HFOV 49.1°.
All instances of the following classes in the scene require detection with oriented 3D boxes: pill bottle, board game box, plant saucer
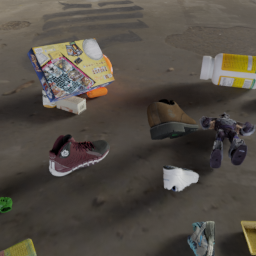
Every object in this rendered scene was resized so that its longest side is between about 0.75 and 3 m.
[{"bbox_3d":[4.650,-2.625,12.757,2.540,1.432,1.432,8,37,13],"label":"pill bottle"},{"bbox_3d":[-1.866,-2.074,9.712,2.628,1.780,0.455,-25,0,-41],"label":"board game box"},{"bbox_3d":[3.164,2.624,6.576,0.872,0.211,0.872,2,36,2],"label":"plant saucer"}]

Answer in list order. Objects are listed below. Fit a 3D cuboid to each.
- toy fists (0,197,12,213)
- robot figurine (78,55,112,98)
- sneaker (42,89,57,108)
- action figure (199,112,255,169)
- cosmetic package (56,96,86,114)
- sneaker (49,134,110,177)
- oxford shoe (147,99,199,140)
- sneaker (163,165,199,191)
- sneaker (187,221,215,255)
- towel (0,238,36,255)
[{"bbox_3d":[-3.443,2.046,7.326,0.778,0.268,0.397,-17,39,-20],"label":"toy fists"},{"bbox_3d":[-1.826,-2.412,12.112,2.024,1.641,2.814,30,36,29],"label":"robot figurine"},{"bbox_3d":[-2.993,-1.672,11.934,0.748,0.867,1.978,5,35,10],"label":"sneaker"},{"bbox_3d":[3.308,0.174,9.354,1.808,0.964,2.779,1,31,16],"label":"action figure"},{"bbox_3d":[-2.298,-0.982,11.290,1.094,0.477,0.565,18,37,23],"label":"cosmetic package"},{"bbox_3d":[-1.449,0.593,8.523,2.069,1.195,0.783,-26,43,-31],"label":"sneaker"},{"bbox_3d":[1.432,-0.322,8.580,1.055,1.226,2.904,-21,-12,23],"label":"oxford shoe"},{"bbox_3d":[1.406,1.400,7.642,1.478,0.644,0.551,15,-7,-42],"label":"sneaker"},{"bbox_3d":[1.640,2.707,6.314,0.602,0.541,1.394,-1,27,20],"label":"sneaker"},{"bbox_3d":[-2.390,3.031,6.086,0.856,0.136,1.192,-18,41,-25],"label":"towel"}]
